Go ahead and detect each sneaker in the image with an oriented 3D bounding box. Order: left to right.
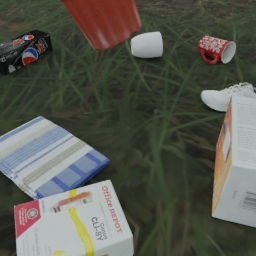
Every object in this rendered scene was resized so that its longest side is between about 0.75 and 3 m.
[{"bbox_3d":[3.378,-1.006,8.689,2.160,0.941,0.805,7,41,10],"label":"sneaker"}]

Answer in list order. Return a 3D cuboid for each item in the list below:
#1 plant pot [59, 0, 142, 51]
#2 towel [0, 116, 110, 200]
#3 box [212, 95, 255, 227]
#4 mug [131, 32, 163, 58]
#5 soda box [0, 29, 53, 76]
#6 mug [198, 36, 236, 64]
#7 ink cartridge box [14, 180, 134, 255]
[{"bbox_3d":[-0.745,-3.492,7.780,2.196,2.136,2.196,-22,31,14],"label":"plant pot"},{"bbox_3d":[-2.125,0.739,7.098,2.776,0.330,2.039,28,46,27],"label":"towel"},{"bbox_3d":[2.641,0.661,6.071,1.207,1.729,2.271,10,41,12],"label":"box"},{"bbox_3d":[0.714,-3.436,11.622,1.167,0.983,1.331,-8,24,-5],"label":"mug"},{"bbox_3d":[-4.292,-3.101,11.256,0.918,0.822,2.594,24,46,24],"label":"soda box"},{"bbox_3d":[3.490,-3.229,11.421,1.153,0.866,1.299,-24,42,-29],"label":"mug"},{"bbox_3d":[-1.014,1.940,5.269,1.931,0.805,1.402,-13,42,-15],"label":"ink cartridge box"}]
